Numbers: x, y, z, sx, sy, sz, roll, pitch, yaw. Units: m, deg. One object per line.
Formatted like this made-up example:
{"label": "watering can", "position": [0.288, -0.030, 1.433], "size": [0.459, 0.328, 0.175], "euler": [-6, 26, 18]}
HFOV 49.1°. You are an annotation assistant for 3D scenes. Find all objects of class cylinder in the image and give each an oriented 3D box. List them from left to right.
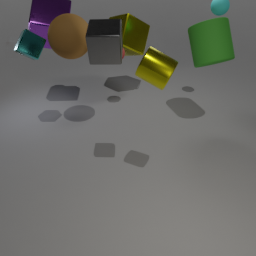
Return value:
{"label": "cylinder", "position": [0.617, -1.283, 6.056], "size": [0.700, 0.700, 0.700], "euler": [30, 35, 1]}
{"label": "cylinder", "position": [2.919, -2.970, 9.858], "size": [1.400, 1.400, 1.400], "euler": [-12, 6, 1]}

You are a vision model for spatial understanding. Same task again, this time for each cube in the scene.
{"label": "cube", "position": [-3.149, -2.658, 8.994], "size": [0.700, 0.700, 0.700], "euler": [23, -1, -31]}
{"label": "cube", "position": [-2.991, -4.042, 10.824], "size": [1.400, 1.400, 1.400], "euler": [6, 69, -14]}
{"label": "cube", "position": [-0.483, -1.847, 6.016], "size": [0.700, 0.700, 0.700], "euler": [0, 49, 2]}
{"label": "cube", "position": [-0.074, -4.202, 12.800], "size": [1.400, 1.400, 1.400], "euler": [12, 2, -41]}

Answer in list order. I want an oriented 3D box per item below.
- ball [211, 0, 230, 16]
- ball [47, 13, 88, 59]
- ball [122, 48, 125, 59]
{"label": "ball", "position": [3.521, -4.667, 10.706], "size": [0.700, 0.700, 0.700], "euler": [0, 31, 0]}
{"label": "ball", "position": [-1.858, -2.926, 8.993], "size": [1.400, 1.400, 1.400], "euler": [0, 31, 0]}
{"label": "ball", "position": [-0.478, -3.012, 11.266], "size": [0.700, 0.700, 0.700], "euler": [0, 31, 0]}
